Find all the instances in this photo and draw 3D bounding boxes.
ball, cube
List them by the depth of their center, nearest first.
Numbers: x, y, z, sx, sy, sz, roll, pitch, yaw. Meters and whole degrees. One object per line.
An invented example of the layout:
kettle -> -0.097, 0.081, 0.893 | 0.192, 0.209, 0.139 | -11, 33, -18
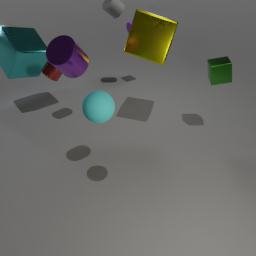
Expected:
ball -> -0.635, -0.453, 6.030 | 0.700, 0.700, 0.700 | 0, 32, 0
cube -> 0.810, -3.075, 9.563 | 1.400, 1.400, 1.400 | 19, 20, 3
cube -> 3.139, -1.966, 9.613 | 0.700, 0.700, 0.700 | -7, 32, 11
cube -> -4.182, -2.947, 10.992 | 1.400, 1.400, 1.400 | -18, 66, -47

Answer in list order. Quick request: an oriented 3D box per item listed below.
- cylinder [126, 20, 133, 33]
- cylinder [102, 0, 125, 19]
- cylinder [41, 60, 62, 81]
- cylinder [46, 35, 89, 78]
cylinder -> 0.396, -4.755, 13.193 | 0.700, 0.700, 0.700 | -30, 40, -17
cylinder -> -0.630, -5.219, 12.053 | 0.700, 0.700, 0.700 | 27, 12, -39
cylinder -> -2.680, -2.187, 10.213 | 0.700, 0.700, 0.700 | 36, 16, -12
cylinder -> -1.313, -1.545, 6.140 | 0.700, 0.700, 0.700 | 12, -9, 19
